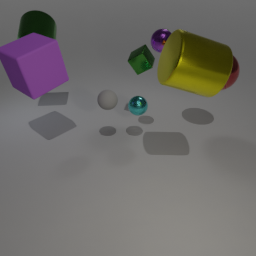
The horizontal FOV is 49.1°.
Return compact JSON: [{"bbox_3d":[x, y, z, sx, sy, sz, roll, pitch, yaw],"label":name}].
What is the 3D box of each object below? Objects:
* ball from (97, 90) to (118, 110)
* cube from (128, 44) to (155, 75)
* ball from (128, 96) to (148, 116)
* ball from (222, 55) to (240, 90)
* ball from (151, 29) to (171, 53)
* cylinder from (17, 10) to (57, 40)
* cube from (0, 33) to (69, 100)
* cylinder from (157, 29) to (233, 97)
[{"bbox_3d":[-0.697,-0.963,9.574,0.700,0.700,0.700,0,31,0],"label":"ball"},{"bbox_3d":[0.510,-2.572,10.561,0.700,0.700,0.700,-21,34,31],"label":"cube"},{"bbox_3d":[0.352,-0.787,9.884,0.700,0.700,0.700,0,31,0],"label":"ball"},{"bbox_3d":[3.243,-2.042,10.017,1.400,1.400,1.400,0,31,0],"label":"ball"},{"bbox_3d":[1.033,-2.638,8.485,0.700,0.700,0.700,0,31,0],"label":"ball"},{"bbox_3d":[-3.481,-3.496,10.759,1.400,1.400,1.400,-3,58,-5],"label":"cylinder"},{"bbox_3d":[-2.977,-1.990,8.857,1.400,1.400,1.400,27,52,37],"label":"cube"},{"bbox_3d":[1.655,-1.613,7.123,1.400,1.400,1.400,12,28,-16],"label":"cylinder"}]
